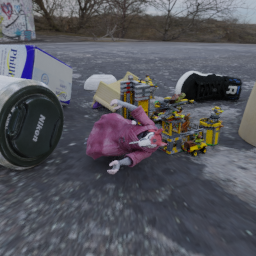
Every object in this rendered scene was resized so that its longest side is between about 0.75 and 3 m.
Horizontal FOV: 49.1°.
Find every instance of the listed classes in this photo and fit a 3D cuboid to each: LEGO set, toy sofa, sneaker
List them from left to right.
[{"bbox_3d":[-0.284,-1.184,9.889,0.899,1.060,2.172,33,30,13],"label":"toy sofa"},{"bbox_3d":[0.980,-0.546,6.887,2.072,1.561,2.695,-9,22,-23],"label":"LEGO set"},{"bbox_3d":[3.140,-1.487,10.129,1.653,1.080,2.956,17,25,40],"label":"sneaker"}]

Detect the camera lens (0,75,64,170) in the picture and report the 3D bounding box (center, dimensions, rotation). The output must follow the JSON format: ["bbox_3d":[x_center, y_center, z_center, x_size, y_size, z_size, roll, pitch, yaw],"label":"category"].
[{"bbox_3d":[-2.543,-0.197,5.698,2.150,1.720,1.720,12,24,30],"label":"camera lens"}]

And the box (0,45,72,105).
[{"bbox_3d":[-3.486,-1.640,9.001,2.606,1.367,2.396,6,-1,15],"label":"box"}]

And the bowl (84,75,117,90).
[{"bbox_3d":[-1.215,-2.077,12.589,1.386,0.517,1.384,2,20,9],"label":"bowl"}]

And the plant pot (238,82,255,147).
[{"bbox_3d":[4.022,-0.936,6.505,2.412,2.575,2.412,0,21,0],"label":"plant pot"}]

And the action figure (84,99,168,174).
[{"bbox_3d":[0.066,0.271,5.337,1.463,1.316,1.965,21,-12,-40],"label":"action figure"}]
